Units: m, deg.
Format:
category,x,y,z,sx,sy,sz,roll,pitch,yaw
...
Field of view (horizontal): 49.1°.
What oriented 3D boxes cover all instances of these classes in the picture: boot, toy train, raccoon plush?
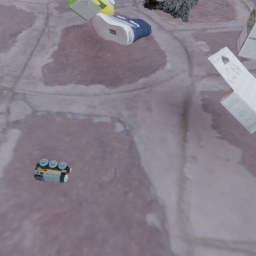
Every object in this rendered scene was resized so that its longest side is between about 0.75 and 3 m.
category,x,y,z,sx,sy,sz,roll,pitch,yaw
boot,-0.218,-3.015,8.418,0.905,0.729,2.003,-25,45,-27
toy train,-1.619,0.941,5.987,0.783,0.334,0.446,8,54,4
raccoon plush,1.249,-3.294,7.528,1.498,1.082,2.236,24,41,-14

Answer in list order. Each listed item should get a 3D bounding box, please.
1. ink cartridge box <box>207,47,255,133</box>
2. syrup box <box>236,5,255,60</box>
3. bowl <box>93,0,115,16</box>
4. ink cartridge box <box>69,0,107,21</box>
category,x,y,z,sx,sy,sz,roll,pitch,yaw
ink cartridge box,2.676,-1.041,6.871,1.866,0.474,2.118,48,37,4
syrup box,4.194,-3.210,8.634,0.852,2.093,0.824,13,52,-1
bowl,-0.935,-4.982,11.257,0.665,1.235,1.235,-31,35,26
ink cartridge box,-0.943,-3.004,6.718,0.798,0.590,0.302,-15,63,41
